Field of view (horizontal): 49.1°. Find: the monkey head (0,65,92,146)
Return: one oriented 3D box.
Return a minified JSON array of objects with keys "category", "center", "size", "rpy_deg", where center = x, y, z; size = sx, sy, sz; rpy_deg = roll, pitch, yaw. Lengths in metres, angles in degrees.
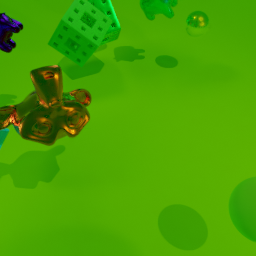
[{"category":"monkey head","center":[-1.356,-0.407,4.694],"size":[1.905,1.371,1.148],"rpy_deg":[-18,28,-26]}]

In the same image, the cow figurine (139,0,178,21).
[{"category":"cow figurine","center":[0.922,-4.072,8.571],"size":[1.622,1.596,0.891],"rpy_deg":[7,75,37]}]

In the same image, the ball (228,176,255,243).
[{"category":"ball","center":[2.102,1.265,4.345],"size":[1.023,1.023,1.023],"rpy_deg":[0,48,0]}]

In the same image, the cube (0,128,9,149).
[{"category":"cube","center":[-2.899,0.273,5.381],"size":[0.745,0.745,0.745],"rpy_deg":[34,49,-28]}]

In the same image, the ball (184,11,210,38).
[{"category":"ball","center":[2.198,-3.317,8.953],"size":[0.810,0.810,0.810],"rpy_deg":[0,48,0]}]

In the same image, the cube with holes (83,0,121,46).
[{"category":"cube with holes","center":[-0.972,-3.238,8.683],"size":[1.101,1.101,1.101],"rpy_deg":[-22,95,-6]}]

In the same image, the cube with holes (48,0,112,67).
[{"category":"cube with holes","center":[-1.027,-2.056,6.016],"size":[0.865,0.865,0.865],"rpy_deg":[32,57,-20]}]

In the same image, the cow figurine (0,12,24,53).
[{"category":"cow figurine","center":[-3.114,-2.185,6.399],"size":[1.124,1.142,0.627],"rpy_deg":[26,28,-18]}]
